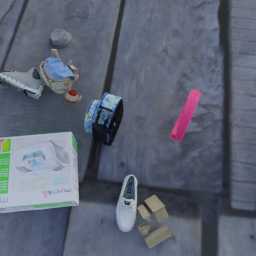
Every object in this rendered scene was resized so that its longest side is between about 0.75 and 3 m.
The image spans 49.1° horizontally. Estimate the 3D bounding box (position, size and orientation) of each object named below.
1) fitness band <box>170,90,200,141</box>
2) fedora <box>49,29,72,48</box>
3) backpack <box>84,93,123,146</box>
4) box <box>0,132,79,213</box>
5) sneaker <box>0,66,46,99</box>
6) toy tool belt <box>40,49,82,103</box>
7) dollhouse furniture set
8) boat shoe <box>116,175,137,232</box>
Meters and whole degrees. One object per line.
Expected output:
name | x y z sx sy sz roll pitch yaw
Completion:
fitness band | 1.951 -0.434 9.401 0.403 1.548 2.156 24 32 7
fedora | -2.846 -3.794 11.613 0.951 0.430 0.841 -34 73 -11
backpack | -0.832 -0.412 9.830 1.162 1.447 1.581 20 67 7
box | -3.014 1.489 9.240 2.594 1.254 2.289 -4 68 -3
sneaker | -4.107 -2.000 10.855 2.040 0.766 1.178 26 67 -1
toy tool belt | -2.383 -1.933 10.256 1.947 1.197 1.216 45 37 23
dollhouse furniture set | 0.791 3.051 9.209 1.034 0.886 1.088 -27 107 -9
boat shoe | -0.047 2.431 9.208 0.678 0.615 1.843 3 70 1
